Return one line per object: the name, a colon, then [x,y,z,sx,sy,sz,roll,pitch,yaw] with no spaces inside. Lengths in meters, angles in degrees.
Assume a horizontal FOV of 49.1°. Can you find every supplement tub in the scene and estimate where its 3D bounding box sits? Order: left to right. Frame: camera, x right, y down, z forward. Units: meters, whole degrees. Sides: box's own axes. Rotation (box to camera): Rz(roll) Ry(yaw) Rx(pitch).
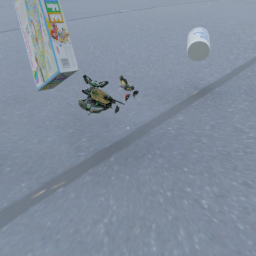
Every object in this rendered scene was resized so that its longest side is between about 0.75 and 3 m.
supplement tub: [2.415,-2.880,9.597,0.763,0.763,1.156,5,41,8]

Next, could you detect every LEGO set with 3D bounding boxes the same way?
LEGO set: [-0.508,-0.667,6.262,1.724,0.489,1.119,-5,54,-39]

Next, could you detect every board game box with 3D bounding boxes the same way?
board game box: [-1.824,-2.111,5.896,0.404,2.362,1.588,-17,3,-34]
